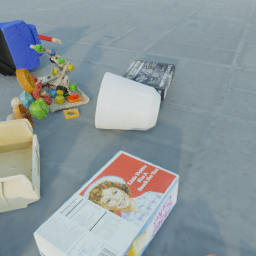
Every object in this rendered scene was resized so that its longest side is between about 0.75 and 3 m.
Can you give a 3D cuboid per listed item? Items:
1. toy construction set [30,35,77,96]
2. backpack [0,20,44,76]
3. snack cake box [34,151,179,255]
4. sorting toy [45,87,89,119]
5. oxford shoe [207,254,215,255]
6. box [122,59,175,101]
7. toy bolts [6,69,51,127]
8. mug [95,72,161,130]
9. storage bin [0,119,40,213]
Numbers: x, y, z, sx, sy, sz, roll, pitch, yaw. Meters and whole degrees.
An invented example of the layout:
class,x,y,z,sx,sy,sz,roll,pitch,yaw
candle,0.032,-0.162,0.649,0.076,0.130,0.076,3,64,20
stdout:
class,x,y,z,sx,sy,sz,roll,pitch,yaw
toy construction set,-2.614,-2.262,10.663,1.730,2.252,1.878,17,40,19
backpack,-5.497,-3.632,12.738,2.832,2.301,2.376,7,30,29
snack cake box,-0.283,1.856,5.975,1.659,0.969,2.884,19,39,28
sorting toy,-2.471,-1.219,10.852,1.553,0.376,2.758,-20,40,-26
oxford shoe,0.939,2.877,4.813,1.947,0.693,0.706,-16,43,-21
box,0.792,-1.960,11.150,1.794,0.547,2.265,10,38,14
toy bolts,-3.633,-1.010,9.611,1.353,1.863,1.950,-23,20,2
mug,0.077,-0.882,9.272,1.873,1.828,2.282,11,42,2
storage bin,-3.540,0.957,7.139,2.345,1.107,2.363,-9,36,-12
